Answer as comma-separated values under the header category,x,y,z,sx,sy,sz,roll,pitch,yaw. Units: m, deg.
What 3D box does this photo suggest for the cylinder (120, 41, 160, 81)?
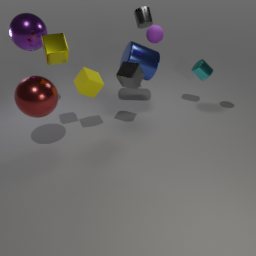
category,x,y,z,sx,sy,sz,roll,pitch,yaw
cylinder,0.521,-3.026,12.721,1.400,1.400,1.400,17,26,-18

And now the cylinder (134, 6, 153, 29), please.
category,x,y,z,sx,sy,sz,roll,pitch,yaw
cylinder,0.671,-4.783,12.140,0.700,0.700,0.700,-14,1,0

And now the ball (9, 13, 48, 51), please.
category,x,y,z,sx,sy,sz,roll,pitch,yaw
ball,-3.830,-3.691,10.805,1.400,1.400,1.400,0,31,0

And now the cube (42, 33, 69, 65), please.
category,x,y,z,sx,sy,sz,roll,pitch,yaw
cube,-2.363,-2.554,9.090,0.700,0.700,0.700,-13,76,-18

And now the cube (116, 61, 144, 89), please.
category,x,y,z,sx,sy,sz,roll,pitch,yaw
cube,0.092,-1.945,10.350,0.700,0.700,0.700,14,67,28

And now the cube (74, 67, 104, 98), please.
category,x,y,z,sx,sy,sz,roll,pitch,yaw
cube,-1.411,-1.627,10.071,0.700,0.700,0.700,14,38,-43

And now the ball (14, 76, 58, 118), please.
category,x,y,z,sx,sy,sz,roll,pitch,yaw
ball,-3.043,-1.041,9.349,1.400,1.400,1.400,0,31,0

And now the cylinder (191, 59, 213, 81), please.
category,x,y,z,sx,sy,sz,roll,pitch,yaw
cylinder,3.347,-2.610,12.615,0.700,0.700,0.700,40,28,-15

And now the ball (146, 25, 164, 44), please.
category,x,y,z,sx,sy,sz,roll,pitch,yaw
ball,1.081,-3.757,11.247,0.700,0.700,0.700,0,31,0
